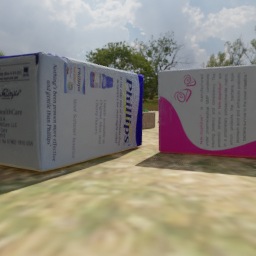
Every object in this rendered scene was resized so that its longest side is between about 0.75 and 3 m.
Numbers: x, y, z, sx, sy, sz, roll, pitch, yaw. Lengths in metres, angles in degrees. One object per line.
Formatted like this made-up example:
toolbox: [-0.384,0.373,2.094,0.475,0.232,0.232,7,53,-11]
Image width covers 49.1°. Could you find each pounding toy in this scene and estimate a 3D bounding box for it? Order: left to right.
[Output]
pounding toy: [0.044,-0.282,8.715,1.125,0.586,1.280,4,5,38]

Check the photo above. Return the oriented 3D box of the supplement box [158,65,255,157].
supplement box: [1.717,-0.245,4.065,2.365,1.197,1.222,2,5,22]

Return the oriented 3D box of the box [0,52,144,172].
box: [-1.179,-0.253,4.077,2.109,1.203,2.294,3,4,28]
